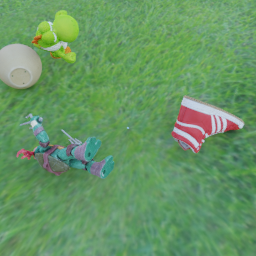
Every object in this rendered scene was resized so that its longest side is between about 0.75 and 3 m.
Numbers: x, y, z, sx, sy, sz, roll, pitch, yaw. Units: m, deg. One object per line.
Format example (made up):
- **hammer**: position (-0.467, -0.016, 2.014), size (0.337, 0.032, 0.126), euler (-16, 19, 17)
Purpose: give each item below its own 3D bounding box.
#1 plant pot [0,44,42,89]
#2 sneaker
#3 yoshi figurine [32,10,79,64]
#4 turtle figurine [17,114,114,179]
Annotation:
- **plant pot**: position (-3.368, -1.775, 8.708), size (1.408, 1.408, 0.945), euler (-15, 38, -14)
- **sneaker**: position (2.087, 0.050, 7.446), size (2.324, 1.307, 0.828), euler (15, 12, -35)
- **yoshi figurine**: position (-2.091, -2.899, 8.906), size (1.442, 1.437, 2.566), euler (31, 4, -11)
- **turtle figurine**: position (-1.533, 0.533, 6.572), size (2.310, 1.730, 1.163), euler (9, 75, 33)
